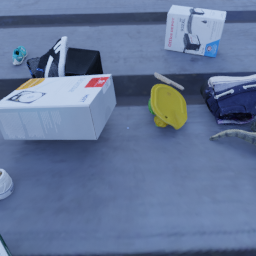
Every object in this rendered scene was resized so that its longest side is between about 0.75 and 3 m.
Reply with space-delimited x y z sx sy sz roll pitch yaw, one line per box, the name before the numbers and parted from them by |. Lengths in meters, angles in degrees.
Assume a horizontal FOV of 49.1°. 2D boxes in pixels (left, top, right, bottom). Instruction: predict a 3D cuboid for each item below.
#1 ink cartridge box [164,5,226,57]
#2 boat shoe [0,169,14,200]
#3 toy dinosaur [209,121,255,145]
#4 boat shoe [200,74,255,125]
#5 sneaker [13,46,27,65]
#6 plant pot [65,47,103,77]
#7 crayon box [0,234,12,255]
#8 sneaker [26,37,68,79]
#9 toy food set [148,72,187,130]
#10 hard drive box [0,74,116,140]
ink cartridge box | 2.299 -3.372 9.775 1.876 1.361 0.785 13 45 14
boat shoe | -3.316 1.174 5.501 1.923 0.671 0.682 -8 44 -8
toy dinosaur | 3.327 0.229 6.617 2.482 0.589 1.094 19 53 23
boat shoe | 3.392 -0.725 7.426 2.726 1.018 1.264 -6 55 -1
sneaker | -3.736 -2.573 9.636 0.397 0.408 1.025 -4 43 -4
plant pot | -1.380 -1.695 8.373 0.996 0.994 0.884 10 56 9
crayon box | -2.737 2.871 3.669 2.855 0.725 1.812 -29 51 -28
sneaker | -2.569 -2.250 8.990 1.265 0.826 2.261 -4 45 -4
toy food set | 0.985 -0.593 7.523 1.055 0.586 1.793 21 44 -13
hard drive box | -1.605 -0.524 6.636 2.271 0.872 1.770 -1 30 13
